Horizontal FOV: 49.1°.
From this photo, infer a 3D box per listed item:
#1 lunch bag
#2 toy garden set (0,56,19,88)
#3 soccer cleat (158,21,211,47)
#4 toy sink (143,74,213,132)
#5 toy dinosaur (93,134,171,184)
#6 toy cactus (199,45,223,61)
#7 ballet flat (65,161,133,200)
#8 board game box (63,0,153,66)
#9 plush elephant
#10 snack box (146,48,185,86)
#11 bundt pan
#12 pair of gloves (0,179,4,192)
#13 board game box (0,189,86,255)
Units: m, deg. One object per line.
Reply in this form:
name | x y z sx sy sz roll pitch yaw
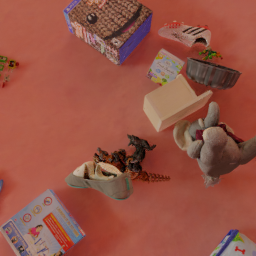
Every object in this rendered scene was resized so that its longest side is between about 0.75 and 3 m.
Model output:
lunch bag | 3.149 4.789 7.899 2.477 1.857 2.914 39 84 24
toy garden set | -4.937 -2.175 10.744 1.135 0.272 1.362 13 75 4
soccer cleat | 2.222 -3.599 10.942 2.076 0.712 0.884 3 70 -4
toy sink | 1.675 -0.977 9.855 2.065 1.346 1.157 -29 76 -7
toy dinosaur | 0.144 1.165 9.537 2.566 1.311 1.742 22 90 -13
toy cactus | 3.195 -2.916 10.934 0.930 0.476 0.768 0 55 2
ballet flat | -0.973 1.457 8.672 0.965 2.865 0.912 -18 106 -45
board game box | -0.727 -4.098 10.759 2.626 1.272 2.093 37 77 9
plush elephant | 2.813 0.301 9.149 2.402 2.917 2.258 -3 51 -14
snack box | 1.340 -2.125 10.206 0.993 1.178 0.399 32 44 3
bundt pan | 2.947 -1.902 9.979 1.972 1.972 0.740 17 111 5
pair of gloves | -5.299 2.268 9.514 2.129 0.243 1.711 -9 75 -2
board game box | -2.732 3.351 9.040 1.933 0.552 1.974 -38 78 -10
